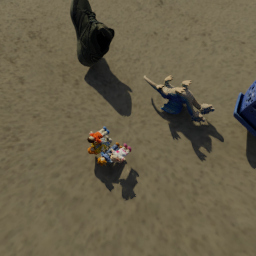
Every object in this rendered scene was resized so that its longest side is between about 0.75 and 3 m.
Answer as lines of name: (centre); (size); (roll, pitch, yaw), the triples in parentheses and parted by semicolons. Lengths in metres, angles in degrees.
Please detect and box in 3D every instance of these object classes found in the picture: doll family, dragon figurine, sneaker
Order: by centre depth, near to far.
doll family: (-0.609, 0.637, 7.799); (1.358, 0.612, 0.843); (36, 46, 22)
dragon figurine: (1.452, -0.932, 8.869); (2.494, 1.240, 0.734); (18, 53, 35)
sneaker: (-1.217, -3.651, 9.863); (1.013, 1.518, 2.649); (2, 76, -47)

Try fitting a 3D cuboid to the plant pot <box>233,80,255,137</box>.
plant pot: (3.847, -0.565, 8.022); (1.313, 1.181, 1.314); (41, 47, -8)
